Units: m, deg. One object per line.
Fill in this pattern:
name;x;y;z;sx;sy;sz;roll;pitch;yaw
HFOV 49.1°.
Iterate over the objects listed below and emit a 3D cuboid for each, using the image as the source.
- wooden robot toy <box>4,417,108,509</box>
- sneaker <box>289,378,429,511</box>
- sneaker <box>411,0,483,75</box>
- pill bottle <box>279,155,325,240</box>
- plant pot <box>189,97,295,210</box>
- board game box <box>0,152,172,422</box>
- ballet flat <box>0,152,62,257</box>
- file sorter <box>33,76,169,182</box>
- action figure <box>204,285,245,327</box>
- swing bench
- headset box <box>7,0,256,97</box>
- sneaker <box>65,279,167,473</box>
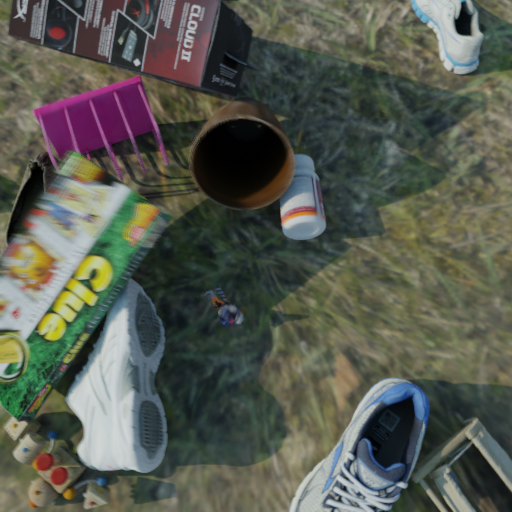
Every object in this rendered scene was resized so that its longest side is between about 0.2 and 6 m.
wooden robot toy;-3.034;3.165;8.001;1.942;0.855;0.881;37;85;13
sneaker;1.408;3.050;7.689;1.244;1.375;3.227;28;73;10
sneaker;3.764;-4.712;10.749;0.875;1.011;2.334;-19;70;-5
pill bottle;0.748;-1.000;9.493;0.721;0.721;1.315;-4;65;-1
plant pot;-0.196;-1.924;9.397;1.643;1.643;1.758;2;37;1
board game box;-3.006;0.397;8.328;1.894;0.424;3.615;33;89;17
ballet flat;-3.830;-0.708;9.500;0.815;0.560;2.418;7;70;3
file sorter;-2.542;-1.941;9.519;1.830;1.271;1.147;-21;66;-7
action figure;-0.478;0.792;8.825;0.729;0.754;0.394;41;70;10
swing bench;3.092;3.282;7.832;1.475;0.957;1.467;-34;73;-12
headset box;-1.741;-3.701;9.380;3.552;2.640;1.332;16;105;6
sneaker;-2.205;1.723;8.343;1.466;1.149;2.950;-14;59;16
